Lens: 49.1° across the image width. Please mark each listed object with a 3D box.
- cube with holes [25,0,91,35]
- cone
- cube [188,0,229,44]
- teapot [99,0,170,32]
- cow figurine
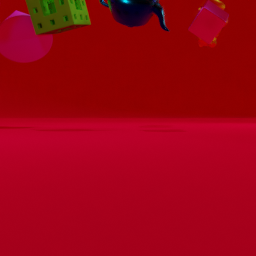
[{"bbox_3d":[-1.873,-3.245,7.558,1.147,1.147,1.147,-8,17,18],"label":"cube with holes"},{"bbox_3d":[-3.301,-3.152,8.578,1.602,1.608,1.602,-18,-33,-12],"label":"cone"},{"bbox_3d":[2.406,-3.164,8.367,0.794,0.794,0.794,34,44,-2],"label":"cube"},{"bbox_3d":[0.148,-2.670,6.213,1.827,0.894,1.136,25,49,16],"label":"teapot"},{"bbox_3d":[2.877,-3.682,9.902,0.909,1.657,1.630,19,20,-9],"label":"cow figurine"}]
